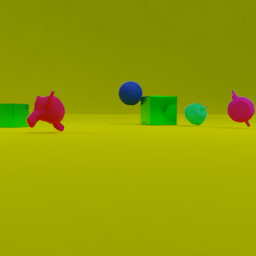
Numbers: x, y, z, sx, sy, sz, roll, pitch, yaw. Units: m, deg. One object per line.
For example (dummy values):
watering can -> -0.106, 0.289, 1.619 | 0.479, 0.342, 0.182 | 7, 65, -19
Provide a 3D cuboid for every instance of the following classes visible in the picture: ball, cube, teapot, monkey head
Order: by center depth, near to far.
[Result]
monkey head -> -1.704, -0.298, 5.907 | 0.647, 1.074, 0.773 | 10, 45, 15
teapot -> 3.184, -0.556, 7.927 | 0.721, 1.160, 0.568 | -26, -5, 26
cube -> -3.504, -0.377, 8.474 | 0.712, 0.712, 0.712 | 1, 3, 19
teapot -> 2.245, -0.485, 9.182 | 1.239, 0.771, 0.607 | -26, -16, -46
cube -> 1.104, -0.632, 10.204 | 1.038, 1.038, 1.038 | -1, 3, -17
ball -> 0.102, -1.381, 11.207 | 0.963, 0.963, 0.963 | 0, 3, 0
